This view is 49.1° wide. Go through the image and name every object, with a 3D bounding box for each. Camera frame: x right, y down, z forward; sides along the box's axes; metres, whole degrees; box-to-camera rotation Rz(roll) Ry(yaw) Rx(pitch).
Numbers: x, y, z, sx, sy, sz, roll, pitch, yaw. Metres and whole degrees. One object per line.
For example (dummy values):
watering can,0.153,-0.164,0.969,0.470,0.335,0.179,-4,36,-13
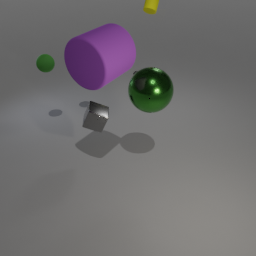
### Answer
cube,-1.110,-0.385,9.650,0.700,0.700,0.700,18,34,-16
ball,-3.201,-2.509,10.852,0.700,0.700,0.700,0,30,0
cylinder,-0.722,-1.915,7.484,1.400,1.400,1.400,18,40,28
cylinder,1.192,-6.330,14.387,0.700,0.700,0.700,14,-1,0
ball,0.701,-1.164,8.644,1.400,1.400,1.400,0,30,0
